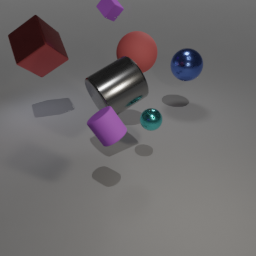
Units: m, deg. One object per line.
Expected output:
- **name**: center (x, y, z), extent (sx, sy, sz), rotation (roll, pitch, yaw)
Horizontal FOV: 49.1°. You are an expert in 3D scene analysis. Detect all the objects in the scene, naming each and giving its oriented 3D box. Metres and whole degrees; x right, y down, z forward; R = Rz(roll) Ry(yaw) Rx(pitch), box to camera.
- **cylinder**: center (-0.340, -1.194, 8.338), extent (1.400, 1.400, 1.400), rotation (-33, 39, -13)
- **ball**: center (0.301, -2.561, 9.543), extent (1.400, 1.400, 1.400), rotation (0, 29, 0)
- **cube**: center (-3.353, -3.019, 10.533), extent (1.400, 1.400, 1.400), rotation (-29, 70, 16)
- **cylinder**: center (-0.498, -0.040, 6.636), extent (0.700, 0.700, 0.700), rotation (-31, 19, 12)
- **ball**: center (0.715, -0.263, 8.657), extent (0.700, 0.700, 0.700), rotation (0, 29, 0)
- **cube**: center (-0.750, -5.045, 11.747), extent (0.700, 0.700, 0.700), rotation (55, 28, 15)
- **ball**: center (2.550, -2.740, 12.176), extent (1.400, 1.400, 1.400), rotation (0, 29, 0)
